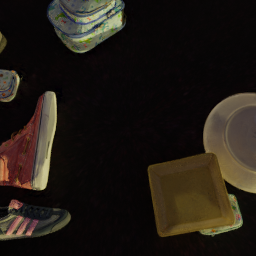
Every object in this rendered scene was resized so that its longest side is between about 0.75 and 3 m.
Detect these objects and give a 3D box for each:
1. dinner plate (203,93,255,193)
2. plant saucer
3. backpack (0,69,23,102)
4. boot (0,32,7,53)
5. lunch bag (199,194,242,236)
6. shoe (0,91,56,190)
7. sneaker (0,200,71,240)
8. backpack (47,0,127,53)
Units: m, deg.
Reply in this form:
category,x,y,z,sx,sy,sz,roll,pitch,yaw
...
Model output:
category,x,y,z,sx,sy,sz,roll,pitch,yaw
dinner plate,3.490,0.307,7.566,2.836,0.344,2.836,0,72,-1
plant saucer,1.479,1.619,6.815,1.754,0.425,1.755,-15,60,13
backpack,-3.521,-1.205,7.841,0.918,0.707,0.875,4,84,-2
boot,-4.299,-2.121,7.660,0.791,1.492,2.267,14,74,3
lunch bag,2.184,2.154,6.937,1.121,0.432,0.899,-11,76,-3
shoe,-2.599,0.248,7.243,1.185,0.931,2.606,5,77,-3
sneaker,-2.432,2.093,6.669,2.034,0.713,0.834,-9,109,-4
backpack,-1.277,-3.346,8.069,1.953,1.436,1.788,-40,74,-7
